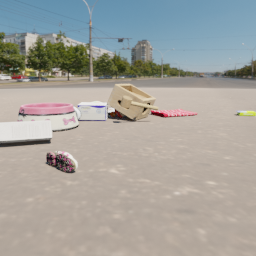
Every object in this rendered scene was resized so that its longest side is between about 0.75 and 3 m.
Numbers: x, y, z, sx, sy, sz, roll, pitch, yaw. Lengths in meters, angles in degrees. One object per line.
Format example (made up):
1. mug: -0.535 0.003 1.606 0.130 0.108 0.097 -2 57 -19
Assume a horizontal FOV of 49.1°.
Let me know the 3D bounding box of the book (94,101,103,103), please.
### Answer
1. book: -2.272 -1.708 20.195 0.767 0.276 1.149 -11 17 -33

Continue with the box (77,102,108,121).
1. box: -1.723 -0.842 13.990 1.368 0.780 1.488 1 10 0

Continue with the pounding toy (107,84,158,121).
1. pounding toy: 0.228 -1.018 13.495 2.430 1.265 2.766 32 21 18

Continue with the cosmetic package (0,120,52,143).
1. cosmetic package: -3.300 0.126 8.900 1.668 0.617 0.848 -5 -5 -19

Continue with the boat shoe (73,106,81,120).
1. boat shoe: -2.694 -0.789 13.633 1.004 0.783 2.213 -15 16 -41

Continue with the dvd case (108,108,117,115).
1. dvd case: -0.695 -0.980 16.381 1.466 0.180 2.055 0 11 -1

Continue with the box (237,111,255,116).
1. box: 6.425 -0.804 15.310 0.949 0.226 0.578 2 11 8

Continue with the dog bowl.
1. dog bowl: -3.383 -0.515 11.828 2.574 0.949 2.574 0 10 0

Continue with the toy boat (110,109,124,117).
1. toy boat: -0.622 -0.840 14.815 0.687 0.686 1.051 -32 15 -5

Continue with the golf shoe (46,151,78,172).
1. golf shoe: -1.467 0.734 6.608 0.521 0.411 1.132 -9 14 -41

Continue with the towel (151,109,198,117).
1. towel: 2.507 -0.839 15.489 2.162 0.243 1.564 -5 12 -24
